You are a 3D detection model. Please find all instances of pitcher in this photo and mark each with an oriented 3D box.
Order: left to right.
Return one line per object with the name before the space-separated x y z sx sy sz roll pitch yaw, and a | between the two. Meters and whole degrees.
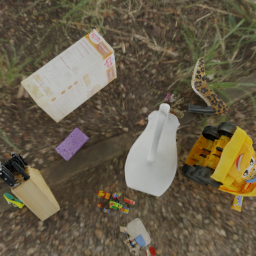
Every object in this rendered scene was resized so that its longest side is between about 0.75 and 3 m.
pitcher | 0.859 0.710 9.113 1.668 2.360 2.751 15 77 13

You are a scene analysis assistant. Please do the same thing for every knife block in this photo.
knife block | -3.267 1.907 9.035 0.730 2.003 2.282 -33 80 -6

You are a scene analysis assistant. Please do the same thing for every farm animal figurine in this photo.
farm animal figurine | 1.729 -0.798 10.459 0.752 0.468 0.931 -1 74 -19

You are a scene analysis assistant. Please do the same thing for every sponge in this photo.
sponge | -2.019 0.576 10.138 0.624 0.167 1.118 41 83 21

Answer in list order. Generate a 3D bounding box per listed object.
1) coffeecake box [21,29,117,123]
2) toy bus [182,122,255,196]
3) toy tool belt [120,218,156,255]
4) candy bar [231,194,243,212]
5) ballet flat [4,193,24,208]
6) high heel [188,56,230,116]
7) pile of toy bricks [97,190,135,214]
coffeecake box | -1.854 -1.680 9.700 2.895 2.223 1.058 -38 80 -8
toy bus | 3.386 1.315 8.846 2.709 2.822 1.915 33 82 -1
toy tool belt | 0.300 3.765 9.352 0.808 0.821 1.314 -36 75 25
candy bar | 3.970 2.243 9.914 0.341 0.152 1.369 18 79 3
ballet flat | -4.024 2.567 9.800 0.803 0.268 0.269 24 97 3
high heel | 3.114 -1.523 10.369 1.513 0.758 2.122 8 94 8
pile of toy bricks | -0.479 2.588 9.576 1.319 0.651 0.732 17 78 4
